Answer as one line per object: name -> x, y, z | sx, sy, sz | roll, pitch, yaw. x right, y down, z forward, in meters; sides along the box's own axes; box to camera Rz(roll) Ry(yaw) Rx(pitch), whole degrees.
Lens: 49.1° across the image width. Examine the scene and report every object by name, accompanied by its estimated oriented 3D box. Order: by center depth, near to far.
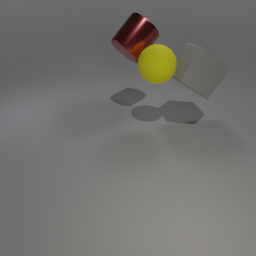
ball -> 1.052, -2.313, 10.183 | 1.400, 1.400, 1.400 | 0, 32, 0
cube -> 2.634, -2.182, 10.664 | 1.400, 1.400, 1.400 | 27, 16, -23
cylinder -> 0.282, -3.561, 11.143 | 1.400, 1.400, 1.400 | -52, 46, 0
